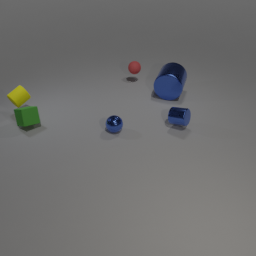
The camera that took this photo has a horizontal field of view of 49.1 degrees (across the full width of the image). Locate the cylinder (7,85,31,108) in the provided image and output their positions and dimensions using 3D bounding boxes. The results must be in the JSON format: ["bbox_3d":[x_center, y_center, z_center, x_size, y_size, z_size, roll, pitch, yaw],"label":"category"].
[{"bbox_3d":[-4.689,-1.350,12.042,0.700,0.700,0.700,28,65,37],"label":"cylinder"}]

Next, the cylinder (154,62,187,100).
[{"bbox_3d":[2.093,-2.298,13.752,1.400,1.400,1.400,10,39,16],"label":"cylinder"}]

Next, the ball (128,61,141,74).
[{"bbox_3d":[0.354,-3.265,15.171,0.700,0.700,0.700,0,32,0],"label":"ball"}]

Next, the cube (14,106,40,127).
[{"bbox_3d":[-4.100,-0.481,11.384,0.700,0.700,0.700,4,16,45],"label":"cube"}]

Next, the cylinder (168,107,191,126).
[{"bbox_3d":[2.071,-0.473,11.281,0.700,0.700,0.700,9,32,34],"label":"cylinder"}]

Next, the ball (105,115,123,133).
[{"bbox_3d":[-0.545,-0.160,11.139,0.700,0.700,0.700,0,32,0],"label":"ball"}]
